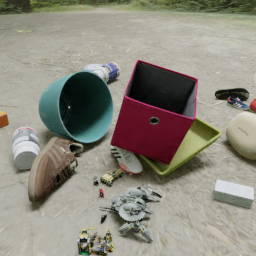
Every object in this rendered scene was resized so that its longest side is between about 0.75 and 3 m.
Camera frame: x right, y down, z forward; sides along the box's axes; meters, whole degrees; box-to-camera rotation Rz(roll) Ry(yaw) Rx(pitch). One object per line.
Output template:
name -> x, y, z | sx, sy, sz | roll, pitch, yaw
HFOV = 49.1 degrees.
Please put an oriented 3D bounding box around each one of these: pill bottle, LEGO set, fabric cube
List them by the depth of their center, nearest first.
LEGO set -> -0.783, 2.578, 6.542 | 0.915, 0.530, 0.703 | 7, 30, 12
LEGO set -> -0.099, 1.836, 7.618 | 1.785, 0.779, 2.748 | -26, 38, -38
fabric cube -> 0.832, -0.505, 9.037 | 2.122, 2.156, 2.163 | 19, 44, 0
pill bottle -> -3.490, 0.676, 9.595 | 0.877, 0.877, 1.540 | -10, 32, -17
pill bottle -> -1.337, -3.141, 16.285 | 1.018, 1.018, 1.835 | 18, 34, 29

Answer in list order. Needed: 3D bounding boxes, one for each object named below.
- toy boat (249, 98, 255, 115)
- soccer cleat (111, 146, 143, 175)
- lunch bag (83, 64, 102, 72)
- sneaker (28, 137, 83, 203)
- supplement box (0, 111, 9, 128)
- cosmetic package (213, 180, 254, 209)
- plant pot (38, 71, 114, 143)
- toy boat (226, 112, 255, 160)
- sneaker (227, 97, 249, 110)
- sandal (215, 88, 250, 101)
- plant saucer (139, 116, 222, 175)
toy boat -> 6.424, -1.012, 12.046 | 1.422, 1.425, 2.179 | -13, 32, -22
soccer cleat -> -0.097, 0.872, 9.348 | 0.623, 0.774, 1.816 | -14, 31, -23
lunch bag -> -2.035, -3.543, 17.458 | 1.280, 0.603, 1.597 | 7, 29, 8
sneaker -> -2.154, 1.128, 8.659 | 1.098, 1.024, 2.907 | 5, 30, 1
supplement box -> -5.889, -0.529, 12.086 | 1.672, 0.556, 0.575 | 19, 34, 29
cosmetic package -> 2.999, 1.869, 7.978 | 1.026, 0.365, 0.520 | 11, 31, 20
plant pot -> -2.160, -0.777, 10.662 | 2.056, 2.562, 2.562 | 2, 24, 42
toy boat -> 4.760, -0.015, 9.768 | 1.143, 2.460, 2.068 | 27, 23, -33
sneaker -> 5.295, -1.199, 13.360 | 1.140, 0.482, 0.427 | 21, 35, 31
sandal -> 5.284, -1.760, 14.242 | 1.700, 0.675, 0.485 | 6, 16, 11
plant saucer -> 1.482, 0.455, 9.746 | 2.539, 0.609, 2.543 | -31, 39, -15
